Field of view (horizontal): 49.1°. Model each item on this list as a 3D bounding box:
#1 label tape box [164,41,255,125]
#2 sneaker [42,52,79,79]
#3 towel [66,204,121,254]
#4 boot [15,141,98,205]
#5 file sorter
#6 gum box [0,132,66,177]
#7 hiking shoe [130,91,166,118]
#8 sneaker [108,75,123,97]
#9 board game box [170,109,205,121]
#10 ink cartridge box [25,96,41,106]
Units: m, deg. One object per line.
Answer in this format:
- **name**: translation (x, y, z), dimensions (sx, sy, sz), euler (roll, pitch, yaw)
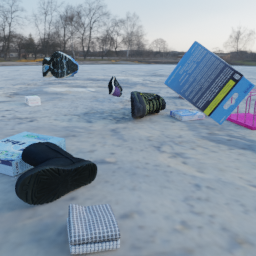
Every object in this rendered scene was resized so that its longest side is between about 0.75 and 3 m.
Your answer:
- **label tape box**: translation (2.075, -1.170, 7.287), dimensions (1.852, 1.327, 0.612), euler (36, 19, 1)
- **sneaker**: translation (-2.208, -2.152, 9.755), dimensions (1.001, 0.872, 2.225), euler (-4, 12, -35)
- **towel**: translation (-0.533, 1.438, 4.158), dimensions (0.721, 0.373, 0.871), euler (-3, 16, -14)
- **boot**: translation (-1.747, 0.816, 5.667), dimensions (1.536, 0.698, 1.828), euler (17, 16, 36)
- **file sorter**: translation (4.613, -0.779, 10.413), dimensions (1.311, 1.183, 1.886), euler (-5, 17, -15)
- **gum box**: translation (-2.727, 0.584, 7.098), dimensions (1.493, 0.392, 1.757), euler (8, 18, 26)
- **hiking shoe**: translation (0.859, -1.064, 11.574), dimensions (1.437, 1.081, 2.855), euler (-2, 15, 5)
- **sneaker**: translation (-0.371, -1.235, 8.553), dimensions (0.399, 0.345, 0.910), euler (22, 38, -22)
- **board game box**: translation (2.385, -0.542, 11.323), dimensions (1.022, 0.222, 1.017), euler (-6, 18, -18)
- **ink cartridge box**: translation (-4.735, -1.370, 13.979), dimensions (0.605, 0.347, 1.032), euler (-9, 18, -30)
